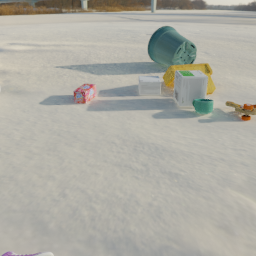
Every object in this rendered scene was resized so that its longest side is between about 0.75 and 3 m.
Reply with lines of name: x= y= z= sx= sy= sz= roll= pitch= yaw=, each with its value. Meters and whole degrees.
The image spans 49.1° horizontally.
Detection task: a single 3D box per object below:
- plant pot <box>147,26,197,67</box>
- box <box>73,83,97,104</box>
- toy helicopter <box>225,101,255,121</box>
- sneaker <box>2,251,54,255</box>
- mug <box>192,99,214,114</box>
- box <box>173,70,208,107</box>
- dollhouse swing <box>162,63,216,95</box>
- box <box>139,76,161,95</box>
plant pot: x=3.188 y=-5.394 z=19.510 sx=2.726 sy=2.726 sz=2.670 roll=-13 pitch=37 yaw=-25
box: x=-2.152 y=-1.767 z=14.182 sx=0.660 sy=0.633 sz=1.325 roll=9 pitch=28 yaw=16
toy helicopter: x=5.128 y=-0.934 z=12.568 sx=1.101 sy=0.656 sz=1.664 roll=-12 pitch=26 yaw=-27
sneaker: x=-2.127 y=2.648 z=5.655 sx=1.157 sy=0.419 sz=0.659 roll=-13 pitch=26 yaw=-24
mug: x=3.380 y=-0.967 z=12.572 sx=0.814 sy=0.612 sz=0.990 roll=0 pitch=14 yaw=1
box: x=2.986 y=-1.927 z=13.525 sx=1.267 sy=1.480 sz=1.472 roll=0 pitch=23 yaw=-3
dollhouse swing: x=3.476 y=-2.449 z=15.814 sx=2.298 sy=2.020 sz=2.089 roll=-7 pitch=-14 yaw=-13
box: x=1.155 y=-2.307 z=15.125 sx=1.148 sy=0.754 sz=1.154 roll=0 pitch=27 yaw=0
